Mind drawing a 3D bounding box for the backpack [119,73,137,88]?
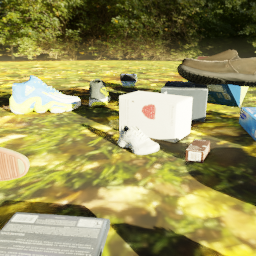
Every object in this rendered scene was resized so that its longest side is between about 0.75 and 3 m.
[{"bbox_3d":[0.028,-2.847,16.852,1.016,0.816,1.110,0,6,3],"label":"backpack"}]

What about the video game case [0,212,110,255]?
[{"bbox_3d":[-1.061,1.589,3.089,1.397,0.186,1.956,2,18,7],"label":"video game case"}]

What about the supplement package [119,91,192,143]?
[{"bbox_3d":[0.783,-0.387,8.107,1.833,1.111,1.098,11,20,32],"label":"supplement package"}]

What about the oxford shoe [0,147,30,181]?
[{"bbox_3d":[-2.727,0.581,5.624,1.941,0.687,0.716,6,15,17],"label":"oxford shoe"}]

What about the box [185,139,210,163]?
[{"bbox_3d":[1.630,0.518,6.493,0.409,0.306,0.817,7,16,23],"label":"box"}]

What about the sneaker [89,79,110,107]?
[{"bbox_3d":[-1.245,-1.664,12.420,0.974,1.107,2.616,-1,16,-6],"label":"sneaker"}]

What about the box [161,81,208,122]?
[{"bbox_3d":[2.089,-1.056,10.329,1.548,1.116,2.085,4,17,13],"label":"box"}]

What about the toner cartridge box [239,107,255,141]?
[{"bbox_3d":[4.090,-0.021,7.791,1.272,0.578,2.677,2,17,6],"label":"toner cartridge box"}]

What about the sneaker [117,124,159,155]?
[{"bbox_3d":[0.210,0.278,6.816,0.494,0.578,1.327,-15,23,-43],"label":"sneaker"}]

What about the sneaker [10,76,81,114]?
[{"bbox_3d":[-3.116,-1.301,10.666,2.669,1.402,1.011,-8,18,-24],"label":"sneaker"}]

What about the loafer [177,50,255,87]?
[{"bbox_3d":[2.831,-1.831,8.409,2.742,0.978,1.001,5,-4,-4],"label":"loafer"}]

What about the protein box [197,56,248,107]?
[{"bbox_3d":[3.777,-1.934,11.673,1.806,1.218,1.793,16,-18,43],"label":"protein box"}]
